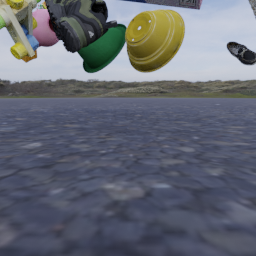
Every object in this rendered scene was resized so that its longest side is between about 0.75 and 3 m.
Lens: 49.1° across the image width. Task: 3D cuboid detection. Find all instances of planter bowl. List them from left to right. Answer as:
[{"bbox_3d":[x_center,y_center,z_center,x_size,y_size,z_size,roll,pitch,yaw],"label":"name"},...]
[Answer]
[{"bbox_3d":[0.584,-2.914,8.721,2.198,2.198,0.916,7,-10,42],"label":"planter bowl"}]

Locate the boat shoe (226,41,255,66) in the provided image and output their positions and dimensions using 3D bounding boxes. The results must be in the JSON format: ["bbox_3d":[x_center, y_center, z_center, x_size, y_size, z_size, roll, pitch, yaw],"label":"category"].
[{"bbox_3d":[2.146,-1.426,5.277,0.235,0.288,0.779,28,23,-36],"label":"boat shoe"}]

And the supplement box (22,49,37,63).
[{"bbox_3d":[-3.455,-3.056,9.400,0.562,1.634,0.544,32,48,20],"label":"supplement box"}]

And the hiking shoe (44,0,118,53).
[{"bbox_3d":[-0.612,-1.400,3.580,0.696,0.524,1.383,-21,45,-12],"label":"hiking shoe"}]

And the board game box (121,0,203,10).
[{"bbox_3d":[-0.115,-3.259,4.365,2.828,0.613,2.814,13,-19,15],"label":"board game box"}]

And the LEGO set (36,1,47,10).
[{"bbox_3d":[-2.610,-3.457,8.771,0.641,0.518,1.393,36,-16,22],"label":"LEGO set"}]

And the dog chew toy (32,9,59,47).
[{"bbox_3d":[-2.413,-2.522,7.310,1.467,0.913,0.913,-1,5,34],"label":"dog chew toy"}]

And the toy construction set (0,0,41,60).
[{"bbox_3d":[-1.890,-2.329,3.701,1.690,2.577,1.187,34,47,12],"label":"toy construction set"}]

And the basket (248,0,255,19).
[{"bbox_3d":[2.850,-2.806,4.926,1.567,1.426,2.312,-31,5,25],"label":"basket"}]

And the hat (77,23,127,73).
[{"bbox_3d":[-1.570,-3.163,9.243,2.135,2.426,2.009,36,25,-40],"label":"hat"}]
